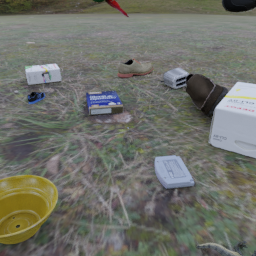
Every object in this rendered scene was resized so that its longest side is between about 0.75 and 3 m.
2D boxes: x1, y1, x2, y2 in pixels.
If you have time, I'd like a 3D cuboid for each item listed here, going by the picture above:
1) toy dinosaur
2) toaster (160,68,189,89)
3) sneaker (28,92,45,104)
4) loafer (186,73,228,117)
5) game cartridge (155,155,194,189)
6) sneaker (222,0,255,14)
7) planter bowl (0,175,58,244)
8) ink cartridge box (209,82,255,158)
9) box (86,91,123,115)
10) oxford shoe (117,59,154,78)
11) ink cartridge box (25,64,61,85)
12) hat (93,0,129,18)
[{"bbox_3d":[1.777,2.011,4.286,0.599,0.323,1.359,-27,34,-31],"label":"toy dinosaur"},{"bbox_3d":[2.045,-2.097,11.939,1.155,0.656,0.746,-21,35,-21],"label":"toaster"},{"bbox_3d":[-3.445,-1.229,10.571,0.328,0.364,0.934,7,28,14],"label":"sneaker"},{"bbox_3d":[2.453,-1.229,9.562,1.064,1.089,2.983,28,17,-7],"label":"loafer"},{"bbox_3d":[0.994,0.993,6.397,0.709,0.215,1.063,-1,27,-9],"label":"game cartridge"},{"bbox_3d":[2.398,-2.400,4.586,1.636,0.572,0.736,-15,6,7],"label":"sneaker"},{"bbox_3d":[-1.958,1.519,4.868,1.517,0.632,1.517,0,26,0],"label":"planter bowl"},{"bbox_3d":[3.686,-0.309,7.895,1.967,1.130,2.710,15,31,28],"label":"ink cartridge box"},{"bbox_3d":[-0.913,-1.002,10.209,1.162,0.311,1.918,-5,26,-11],"label":"box"},{"bbox_3d":[0.424,-2.975,13.555,2.066,0.773,0.728,-20,33,-34],"label":"oxford shoe"},{"bbox_3d":[-3.855,-2.460,12.719,1.446,0.607,1.047,-10,29,-20],"label":"ink cartridge box"},{"bbox_3d":[-0.851,-3.653,8.081,1.164,1.237,1.405,-3,1,-31],"label":"hat"}]
